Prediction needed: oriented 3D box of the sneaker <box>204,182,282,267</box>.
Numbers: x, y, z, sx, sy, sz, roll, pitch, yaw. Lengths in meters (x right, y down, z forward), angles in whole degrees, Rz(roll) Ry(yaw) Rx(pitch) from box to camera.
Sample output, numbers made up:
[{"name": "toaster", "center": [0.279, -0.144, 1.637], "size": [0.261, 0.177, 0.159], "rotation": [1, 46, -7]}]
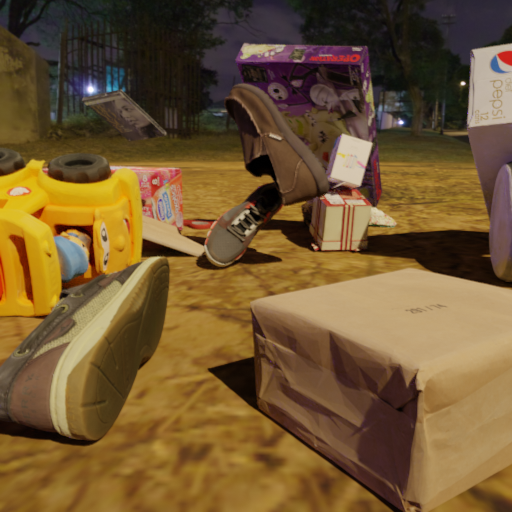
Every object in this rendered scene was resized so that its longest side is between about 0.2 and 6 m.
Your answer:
[{"name": "sneaker", "center": [-0.153, -0.635, 9.309], "size": [1.872, 0.721, 0.767], "rotation": [-50, 5, -19]}]

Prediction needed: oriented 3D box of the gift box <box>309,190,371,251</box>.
[{"name": "gift box", "center": [1.596, -0.616, 10.874], "size": [1.051, 1.063, 1.139], "rotation": [0, 28, -5]}]

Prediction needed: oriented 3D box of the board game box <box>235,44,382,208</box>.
[{"name": "board game box", "center": [1.265, -2.571, 11.781], "size": [2.461, 0.662, 4.100], "rotation": [14, -28, 25]}]

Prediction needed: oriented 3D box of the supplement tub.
[{"name": "supplement tub", "center": [5.118, -0.452, 8.127], "size": [3.029, 1.856, 1.856], "rotation": [4, 13, 14]}]

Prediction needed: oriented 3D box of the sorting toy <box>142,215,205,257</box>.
[{"name": "sorting toy", "center": [-1.998, -0.447, 10.759], "size": [1.698, 0.335, 1.834], "rotation": [19, 6, -27]}]

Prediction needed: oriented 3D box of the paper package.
[{"name": "paper package", "center": [1.178, 0.809, 4.301], "size": [1.910, 0.988, 1.821], "rotation": [-9, 15, -33]}]

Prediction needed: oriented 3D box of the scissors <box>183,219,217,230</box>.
[{"name": "scissors", "center": [-1.967, -0.840, 14.109], "size": [2.412, 0.168, 0.882], "rotation": [6, 16, 30]}]

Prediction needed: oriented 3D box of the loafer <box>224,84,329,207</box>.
[{"name": "loafer", "center": [0.122, -1.764, 8.858], "size": [0.889, 0.914, 2.504], "rotation": [-33, 62, -7]}]

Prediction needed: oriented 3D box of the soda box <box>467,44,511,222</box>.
[{"name": "soda box", "center": [4.745, -1.696, 9.742], "size": [1.521, 1.421, 4.465], "rotation": [-1, -21, 28]}]

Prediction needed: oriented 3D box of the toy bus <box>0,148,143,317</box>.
[{"name": "toy bus", "center": [-3.011, -0.093, 7.005], "size": [2.832, 1.922, 2.719], "rotation": [2, 25, -3]}]

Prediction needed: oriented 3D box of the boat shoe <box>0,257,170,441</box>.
[{"name": "boat shoe", "center": [-1.441, 0.624, 5.119], "size": [0.935, 1.017, 2.846], "rotation": [5, 17, 2]}]

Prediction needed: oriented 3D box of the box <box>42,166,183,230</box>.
[{"name": "box", "center": [-3.299, -1.293, 12.911], "size": [2.977, 1.484, 1.421], "rotation": [5, 13, 21]}]

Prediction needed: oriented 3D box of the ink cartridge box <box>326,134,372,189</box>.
[{"name": "ink cartridge box", "center": [1.750, -1.749, 10.822], "size": [0.612, 0.978, 0.629], "rotation": [15, 2, -4]}]

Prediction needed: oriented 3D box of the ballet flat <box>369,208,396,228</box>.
[{"name": "ballet flat", "center": [2.708, -0.996, 13.935], "size": [1.533, 0.490, 0.580], "rotation": [6, 15, 24]}]

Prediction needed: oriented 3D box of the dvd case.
[{"name": "dvd case", "center": [-2.350, -2.485, 10.055], "size": [0.939, 0.101, 1.263], "rotation": [0, -24, 32]}]

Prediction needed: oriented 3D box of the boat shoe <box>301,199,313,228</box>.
[{"name": "boat shoe", "center": [1.383, -0.942, 13.411], "size": [0.656, 0.591, 1.825], "rotation": [10, -6, 0]}]
